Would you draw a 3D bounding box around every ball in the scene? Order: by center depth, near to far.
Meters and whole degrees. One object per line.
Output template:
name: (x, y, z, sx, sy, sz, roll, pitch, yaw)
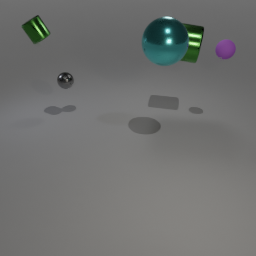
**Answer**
ball: (1.100, -2.552, 8.315, 1.400, 1.400, 1.400, 0, 29, 0)
ball: (3.544, -2.854, 10.186, 0.700, 0.700, 0.700, 0, 29, 0)
ball: (-2.629, -1.995, 11.794, 0.700, 0.700, 0.700, 0, 29, 0)

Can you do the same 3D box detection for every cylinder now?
cylinder: (-3.114, -3.327, 9.482, 0.700, 0.700, 0.700, -23, 31, 15)
cylinder: (2.126, -3.357, 10.988, 1.400, 1.400, 1.400, 12, 31, 7)
